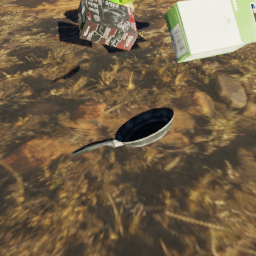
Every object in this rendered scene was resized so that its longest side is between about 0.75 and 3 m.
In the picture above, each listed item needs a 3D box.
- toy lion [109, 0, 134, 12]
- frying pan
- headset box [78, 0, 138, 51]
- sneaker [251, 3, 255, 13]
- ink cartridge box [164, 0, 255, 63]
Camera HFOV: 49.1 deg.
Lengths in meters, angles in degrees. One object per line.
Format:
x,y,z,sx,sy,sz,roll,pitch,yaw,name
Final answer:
-0.176,-5.177,10.187,2.748,0.984,2.866,-20,4,-43,toy lion
0.008,0.146,3.971,1.533,0.249,0.927,-34,23,-16,frying pan
-0.574,-3.283,8.754,1.835,0.709,1.365,7,56,-27,headset box
4.198,-3.633,7.611,1.685,0.693,0.623,-7,21,15,sneaker
2.357,-2.654,7.349,2.534,1.315,0.751,-16,0,-18,ink cartridge box
